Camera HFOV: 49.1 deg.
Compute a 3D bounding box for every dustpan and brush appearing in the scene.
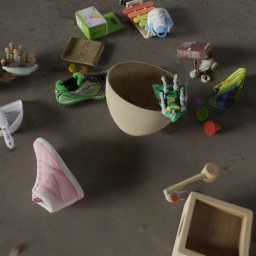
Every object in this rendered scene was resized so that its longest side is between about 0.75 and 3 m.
[{"bbox_3d":[-4.630,-0.091,10.527,1.790,0.734,2.565,-25,60,-16],"label":"dustpan and brush"}]

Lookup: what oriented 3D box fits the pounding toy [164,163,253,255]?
[{"bbox_3d":[2.219,2.576,8.420,2.536,1.320,2.886,17,58,11],"label":"pounding toy"}]

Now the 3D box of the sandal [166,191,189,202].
[{"bbox_3d":[1.612,2.268,9.292,0.888,0.254,0.340,3,79,-22],"label":"sandal"}]

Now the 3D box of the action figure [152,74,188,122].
[{"bbox_3d":[1.332,-0.890,8.386,1.176,0.544,1.991,-9,41,11],"label":"action figure"}]

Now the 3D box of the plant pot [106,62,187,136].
[{"bbox_3d":[0.454,-0.812,10.117,2.830,1.900,2.830,10,41,-9],"label":"plant pot"}]

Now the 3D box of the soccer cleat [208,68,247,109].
[{"bbox_3d":[4.155,-1.761,11.612,1.047,0.810,2.504,22,56,29],"label":"soccer cleat"}]

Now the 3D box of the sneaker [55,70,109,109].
[{"bbox_3d":[-1.530,-1.750,11.331,2.882,1.228,1.124,-24,60,-16],"label":"sneaker"}]

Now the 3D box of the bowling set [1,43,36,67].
[{"bbox_3d":[-4.893,-3.133,12.101,1.613,0.866,1.123,17,23,21],"label":"bowling set"}]

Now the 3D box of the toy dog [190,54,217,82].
[{"bbox_3d":[3.367,-2.773,12.323,0.936,0.684,1.419,23,60,15],"label":"toy dog"}]

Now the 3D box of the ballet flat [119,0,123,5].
[{"bbox_3d":[-0.381,-7.129,15.429,0.284,0.286,0.836,-3,56,-1],"label":"ballet flat"}]

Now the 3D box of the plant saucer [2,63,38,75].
[{"bbox_3d":[-4.652,-2.530,12.140,1.429,0.359,1.429,2,20,-1],"label":"plant saucer"}]

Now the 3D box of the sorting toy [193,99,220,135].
[{"bbox_3d":[3.142,-0.468,11.008,0.578,0.582,1.680,-2,56,-29],"label":"sorting toy"}]

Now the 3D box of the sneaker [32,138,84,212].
[{"bbox_3d":[-2.760,1.566,9.258,1.410,1.015,2.696,-31,66,-25],"label":"sneaker"}]

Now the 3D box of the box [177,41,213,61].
[{"bbox_3d":[3.009,-3.484,12.638,1.387,0.520,0.695,18,56,35],"label":"box"}]

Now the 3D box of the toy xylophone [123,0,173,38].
[{"bbox_3d":[1.075,-5.575,14.175,1.950,0.669,2.663,-29,62,-18],"label":"toy xylophone"}]

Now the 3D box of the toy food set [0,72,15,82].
[{"bbox_3d":[-5.254,-2.283,12.345,0.567,0.165,0.821,16,52,2],"label":"toy food set"}]

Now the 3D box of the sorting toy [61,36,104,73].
[{"bbox_3d":[-2.181,-3.289,12.935,1.669,0.300,2.241,14,58,4],"label":"sorting toy"}]

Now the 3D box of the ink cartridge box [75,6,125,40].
[{"bbox_3d":[-1.385,-5.405,14.008,2.016,0.763,1.490,-27,61,-16],"label":"ink cartridge box"}]

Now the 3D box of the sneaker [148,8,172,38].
[{"bbox_3d":[1.045,-3.262,9.013,0.766,0.773,2.133,-5,11,14],"label":"sneaker"}]
